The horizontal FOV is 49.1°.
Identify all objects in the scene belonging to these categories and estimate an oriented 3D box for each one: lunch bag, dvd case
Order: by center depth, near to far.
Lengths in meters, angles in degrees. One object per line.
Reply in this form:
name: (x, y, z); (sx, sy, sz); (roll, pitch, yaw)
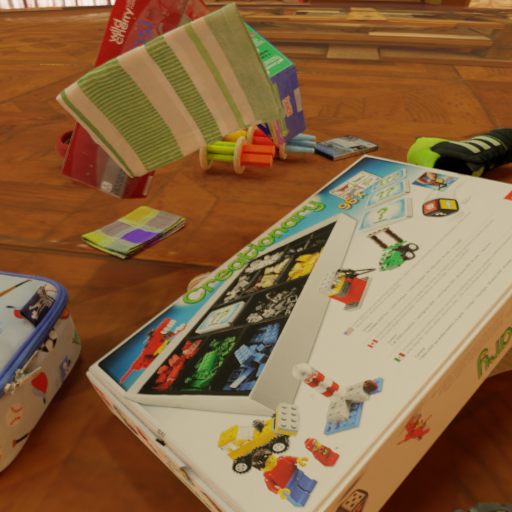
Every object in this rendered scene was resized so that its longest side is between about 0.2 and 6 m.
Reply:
lunch bag: (-3.723, 1.182, 6.227); (3.211, 1.213, 2.573); (5, 32, 10)
dvd case: (2.140, -2.713, 14.003); (1.500, 0.132, 1.070); (-19, 34, -29)

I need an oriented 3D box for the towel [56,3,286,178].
towel: (-0.935, -1.788, 6.583); (2.230, 1.701, 0.261); (-19, 57, 13)

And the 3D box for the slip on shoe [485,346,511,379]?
slip on shoe: (2.828, 0.808, 6.800); (3.348, 1.240, 1.024); (-16, 42, -16)

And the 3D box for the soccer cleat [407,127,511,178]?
soccer cleat: (4.823, -2.111, 12.298); (3.028, 1.022, 1.227); (-8, 47, -10)

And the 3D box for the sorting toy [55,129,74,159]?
sorting toy: (-3.773, -2.209, 12.708); (1.116, 0.762, 1.857); (-31, 52, -18)

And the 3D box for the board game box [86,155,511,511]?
board game box: (0.952, 0.585, 6.094); (4.821, 0.834, 3.043); (-38, 39, -25)

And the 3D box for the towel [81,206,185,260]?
towel: (-2.175, -0.470, 10.064); (1.149, 0.182, 1.600); (20, 35, 29)

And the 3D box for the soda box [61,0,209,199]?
soda box: (-1.704, -2.351, 7.955); (1.041, 2.973, 0.943); (23, 10, 9)

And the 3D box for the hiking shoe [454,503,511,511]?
hiking shoe: (2.613, 2.546, 4.388); (2.231, 0.845, 1.123); (-8, 40, 2)

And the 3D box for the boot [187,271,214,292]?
boot: (-0.211, 0.795, 7.421); (1.872, 0.703, 1.004); (13, 38, 20)

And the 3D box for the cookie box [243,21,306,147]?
cookie box: (0.006, -2.691, 8.619); (0.606, 1.380, 1.613); (-35, 59, -9)

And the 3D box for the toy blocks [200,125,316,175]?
toy blocks: (0.108, -2.474, 12.861); (2.356, 0.856, 1.964); (7, 30, 11)
